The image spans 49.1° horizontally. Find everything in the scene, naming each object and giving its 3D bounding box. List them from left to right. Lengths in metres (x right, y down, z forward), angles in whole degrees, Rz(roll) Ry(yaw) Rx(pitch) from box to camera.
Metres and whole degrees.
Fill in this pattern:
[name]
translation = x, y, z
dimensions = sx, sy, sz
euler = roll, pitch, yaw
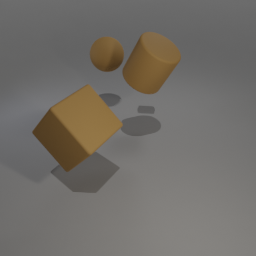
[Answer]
[cube]
translation = -1.292, 0.014, 7.186
dimensions = 1.400, 1.400, 1.400
euler = 50, 47, -4
[ball]
translation = -0.861, -3.013, 11.485
dimensions = 1.400, 1.400, 1.400
euler = 0, 31, 0
[cylinder]
translation = 0.719, -2.031, 8.854
dimensions = 1.400, 1.400, 1.400
euler = 16, 47, -18
